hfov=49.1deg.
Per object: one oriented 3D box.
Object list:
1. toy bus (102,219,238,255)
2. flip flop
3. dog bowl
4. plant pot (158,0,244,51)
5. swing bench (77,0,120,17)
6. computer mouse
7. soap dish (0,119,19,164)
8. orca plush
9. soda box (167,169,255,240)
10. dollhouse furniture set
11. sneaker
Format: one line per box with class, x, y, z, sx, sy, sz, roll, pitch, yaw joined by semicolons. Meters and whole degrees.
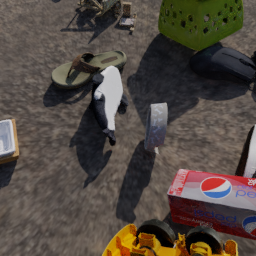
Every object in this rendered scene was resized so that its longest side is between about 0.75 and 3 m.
toy bus;0.828;3.079;5.149;2.307;2.215;1.566;-3;13;26
flip flop;-1.246;-2.036;8.972;2.566;0.739;1.041;-21;61;-12
dog bowl;0.713;0.002;7.359;0.405;1.380;1.380;8;59;0
plant pot;2.393;-4.131;9.225;2.163;1.973;2.174;-30;49;-19
swing bench;-0.979;-5.101;10.737;1.449;0.940;1.441;36;65;14
computer mouse;3.346;-2.163;9.077;2.626;0.692;1.819;7;60;4
soap dish;-3.706;0.484;7.537;1.506;0.612;1.185;-15;60;-9
orca plush;-0.705;-0.653;8.309;1.361;0.919;2.586;14;57;-45
soda box;2.339;1.661;5.966;2.832;0.991;0.898;5;38;28
dollhouse furniture set;-0.147;-4.135;10.376;0.878;0.503;1.030;7;59;5
sneaker;3.419;0.788;7.317;0.784;0.674;1.852;26;66;8
